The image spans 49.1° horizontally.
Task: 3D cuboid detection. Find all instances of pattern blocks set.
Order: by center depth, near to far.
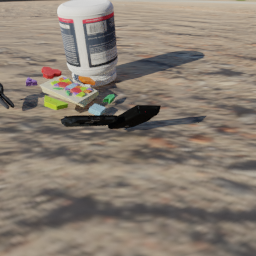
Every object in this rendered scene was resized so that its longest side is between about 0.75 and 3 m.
[{"bbox_3d":[-1.663,-1.110,8.092,2.535,0.205,2.228,17,33,2],"label":"pattern blocks set"}]

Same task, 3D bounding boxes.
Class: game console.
[{"bbox_3d":[-0.357,-0.217,5.928,2.035,0.245,1.200,-3,-13,-36],"label":"game console"}]

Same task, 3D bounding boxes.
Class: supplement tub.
[{"bbox_3d":[-1.276,-2.878,9.447,1.790,2.550,1.790,-3,34,2],"label":"supplement tub"}]

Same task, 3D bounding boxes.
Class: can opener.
[{"bbox_3d":[-3.540,-0.868,7.811,0.346,0.429,1.091,-24,57,-32],"label":"can opener"}]
